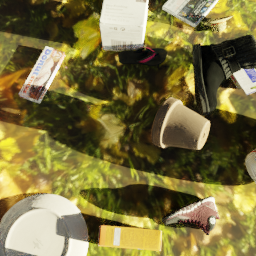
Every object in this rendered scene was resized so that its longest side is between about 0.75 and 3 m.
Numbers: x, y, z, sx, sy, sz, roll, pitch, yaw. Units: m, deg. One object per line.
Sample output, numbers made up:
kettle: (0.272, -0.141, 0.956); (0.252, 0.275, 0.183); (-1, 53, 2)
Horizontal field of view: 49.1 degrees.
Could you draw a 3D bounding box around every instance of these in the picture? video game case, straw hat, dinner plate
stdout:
video game case: (2.679, -5.323, 12.021); (1.688, 0.217, 1.857); (35, 72, 13)
straw hat: (3.692, -4.175, 11.383); (1.186, 1.186, 0.502); (-17, 112, -7)
dinner plate: (-2.696, 3.468, 8.500); (2.951, 0.358, 2.951); (0, 70, 1)

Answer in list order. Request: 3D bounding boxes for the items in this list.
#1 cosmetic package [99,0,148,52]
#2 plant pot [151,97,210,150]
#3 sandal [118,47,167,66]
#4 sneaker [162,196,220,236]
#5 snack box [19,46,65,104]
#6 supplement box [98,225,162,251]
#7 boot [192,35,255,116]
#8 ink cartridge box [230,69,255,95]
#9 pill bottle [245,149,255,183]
cosmetic package: (-0.110, -4.207, 10.795); (1.632, 1.634, 1.980); (6, 69, 2)
plant pot: (1.716, -0.003, 8.689); (1.415, 1.623, 1.623); (19, 69, 26)
sandal: (0.578, -2.766, 10.715); (1.910, 0.430, 0.717); (-4, 73, -4)
sneaker: (2.014, 2.861, 8.554); (1.801, 0.681, 1.040); (-20, 73, -9)
snack box: (-3.246, -2.057, 10.687); (0.821, 0.277, 2.282); (19, 70, 7)
supplement box: (0.063, 3.300, 8.399); (1.848, 0.615, 0.636); (2, 69, 2)
boot: (3.514, -1.948, 9.929); (2.298, 1.157, 3.074); (-3, 68, 12)
ink cartridge box: (4.365, -2.103, 10.679); (0.885, 0.347, 1.869); (-21, 68, -7)
pill bottle: (5.341, 0.770, 8.870); (2.855, 1.602, 1.602); (-30, 72, -11)
